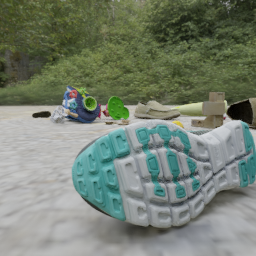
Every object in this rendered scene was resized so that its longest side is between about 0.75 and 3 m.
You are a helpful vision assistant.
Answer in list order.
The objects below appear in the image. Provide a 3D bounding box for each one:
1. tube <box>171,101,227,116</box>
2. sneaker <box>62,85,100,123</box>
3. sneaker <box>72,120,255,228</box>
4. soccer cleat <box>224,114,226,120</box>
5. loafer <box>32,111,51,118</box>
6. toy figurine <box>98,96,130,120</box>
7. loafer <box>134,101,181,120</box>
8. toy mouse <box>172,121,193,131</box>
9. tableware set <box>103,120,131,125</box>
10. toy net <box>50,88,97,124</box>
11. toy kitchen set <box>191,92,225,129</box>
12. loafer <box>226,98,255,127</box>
[{"bbox_3d":[3.278,-0.906,13.711,2.962,0.769,0.860,-2,-37,14],"label":"tube"},{"bbox_3d":[-1.806,-0.670,10.317,1.001,1.114,2.708,20,15,-28],"label":"sneaker"},{"bbox_3d":[0.276,0.310,2.110,1.691,0.656,0.771,1,-11,-41],"label":"sneaker"},{"bbox_3d":[3.687,-0.671,11.527,0.497,0.615,1.424,0,6,4],"label":"soccer cleat"},{"bbox_3d":[-3.847,-0.611,12.435,0.862,0.328,0.291,-4,12,-33],"label":"loafer"},{"bbox_3d":[-0.753,-0.671,11.387,1.146,0.935,1.245,-7,-23,42],"label":"toy figurine"},{"bbox_3d":[1.123,-0.744,11.512,2.213,0.755,0.837,4,7,39],"label":"loafer"},{"bbox_3d":[0.660,-0.043,6.695,1.285,0.280,1.446,4,7,36],"label":"toy mouse"},{"bbox_3d":[-0.331,-0.188,9.094,0.834,0.116,0.999,1,6,8],"label":"tableware set"},{"bbox_3d":[-1.770,-0.703,8.844,1.630,0.855,0.315,-33,13,-38],"label":"toy net"},{"bbox_3d":[2.082,-0.502,7.802,0.796,0.976,0.881,-2,6,-32],"label":"toy kitchen set"},{"bbox_3d":[3.636,-0.380,7.252,0.862,0.972,2.556,-5,-2,-27],"label":"loafer"}]
